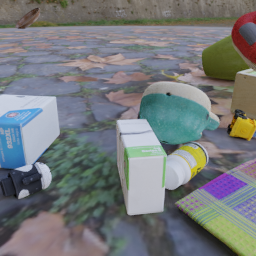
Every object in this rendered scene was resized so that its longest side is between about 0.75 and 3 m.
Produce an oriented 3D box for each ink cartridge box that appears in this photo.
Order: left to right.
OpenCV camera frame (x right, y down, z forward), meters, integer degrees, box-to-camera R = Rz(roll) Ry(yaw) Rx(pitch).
[{"bbox_3d":[-3.386,-0.034,6.906,2.768,1.159,2.008,3,24,7],"label":"ink cartridge box"},{"bbox_3d":[0.193,0.655,5.374,0.677,1.173,1.612,-3,24,-7],"label":"ink cartridge box"}]

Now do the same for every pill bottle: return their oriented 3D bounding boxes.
[{"bbox_3d":[1.112,0.766,5.763,0.652,0.652,1.141,19,31,37],"label":"pill bottle"}]

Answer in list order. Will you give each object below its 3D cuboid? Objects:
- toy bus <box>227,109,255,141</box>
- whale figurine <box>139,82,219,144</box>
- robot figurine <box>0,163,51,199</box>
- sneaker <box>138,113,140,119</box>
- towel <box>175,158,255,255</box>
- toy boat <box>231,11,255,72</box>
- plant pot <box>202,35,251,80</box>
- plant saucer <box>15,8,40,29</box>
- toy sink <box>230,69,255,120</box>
[{"bbox_3d":[3.283,-0.052,7.745,0.892,0.630,0.929,20,26,12],"label":"toy bus"},{"bbox_3d":[1.137,-0.078,6.636,1.922,2.416,1.253,11,71,22],"label":"whale figurine"},{"bbox_3d":[-1.935,0.994,5.362,0.908,0.567,0.682,-17,37,-32],"label":"robot figurine"},{"bbox_3d":[1.143,-0.373,8.157,1.334,0.768,2.557,1,20,15],"label":"sneaker"},{"bbox_3d":[2.447,1.356,4.895,2.766,0.315,1.986,-17,30,-31],"label":"towel"},{"bbox_3d":[3.763,-2.416,6.034,2.752,1.799,1.796,-17,55,-5],"label":"toy boat"},{"bbox_3d":[4.962,-3.265,13.021,2.761,2.583,2.583,-5,19,30],"label":"plant pot"},{"bbox_3d":[-3.233,-3.537,9.141,1.002,0.183,1.002,-21,42,20],"label":"plant saucer"},{"bbox_3d":[4.975,-1.268,9.264,2.665,1.493,1.737,-18,30,-34],"label":"toy sink"}]
